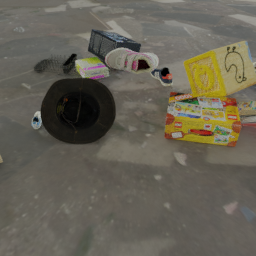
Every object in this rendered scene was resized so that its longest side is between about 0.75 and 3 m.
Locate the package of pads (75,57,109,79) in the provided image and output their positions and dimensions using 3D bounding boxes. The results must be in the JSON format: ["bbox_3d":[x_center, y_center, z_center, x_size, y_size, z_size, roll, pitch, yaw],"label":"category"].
[{"bbox_3d":[-1.914,-3.064,14.478,1.299,0.574,1.682,-15,39,-21],"label":"package of pads"}]

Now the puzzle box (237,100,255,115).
[{"bbox_3d":[4.976,-0.829,11.182,1.134,0.217,1.705,-2,16,27],"label":"puzzle box"}]

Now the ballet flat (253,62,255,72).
[{"bbox_3d":[5.993,-2.820,13.898,2.637,0.861,0.930,-9,32,-13],"label":"ballet flat"}]

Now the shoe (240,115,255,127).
[{"bbox_3d":[5.206,0.017,10.262,0.818,1.042,2.291,-18,10,-39],"label":"shoe"}]

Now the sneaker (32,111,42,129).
[{"bbox_3d":[-3.594,-0.381,11.109,0.381,0.385,1.061,-6,36,-6],"label":"sneaker"}]

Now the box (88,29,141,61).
[{"bbox_3d":[-0.780,-4.377,15.270,1.744,1.258,2.349,-9,35,-42],"label":"box"}]

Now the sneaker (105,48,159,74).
[{"bbox_3d":[0.135,-2.707,11.371,2.209,0.899,0.975,4,26,5],"label":"sneaker"}]

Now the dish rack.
[{"bbox_3d":[-3.922,-3.479,15.029,2.133,0.582,1.636,6,37,9],"label":"dish rack"}]

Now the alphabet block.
[{"bbox_3d":[3.914,-2.384,11.959,1.988,1.942,1.952,-23,6,-26],"label":"alphabet block"}]

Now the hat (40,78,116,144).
[{"bbox_3d":[-1.827,-0.590,10.613,2.721,2.721,1.098,-3,-6,-4],"label":"hat"}]

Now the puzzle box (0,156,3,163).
[{"bbox_3d":[-5.095,0.808,9.573,1.107,0.212,1.664,-22,46,-30],"label":"puzzle box"}]

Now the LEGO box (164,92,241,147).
[{"bbox_3d":[2.751,-0.387,10.600,2.548,0.983,1.897,7,38,9],"label":"LEGO box"}]

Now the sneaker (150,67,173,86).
[{"bbox_3d":[1.688,-2.762,13.946,0.648,0.730,1.728,-18,40,-22],"label":"sneaker"}]
